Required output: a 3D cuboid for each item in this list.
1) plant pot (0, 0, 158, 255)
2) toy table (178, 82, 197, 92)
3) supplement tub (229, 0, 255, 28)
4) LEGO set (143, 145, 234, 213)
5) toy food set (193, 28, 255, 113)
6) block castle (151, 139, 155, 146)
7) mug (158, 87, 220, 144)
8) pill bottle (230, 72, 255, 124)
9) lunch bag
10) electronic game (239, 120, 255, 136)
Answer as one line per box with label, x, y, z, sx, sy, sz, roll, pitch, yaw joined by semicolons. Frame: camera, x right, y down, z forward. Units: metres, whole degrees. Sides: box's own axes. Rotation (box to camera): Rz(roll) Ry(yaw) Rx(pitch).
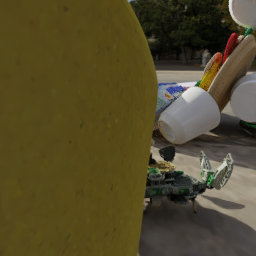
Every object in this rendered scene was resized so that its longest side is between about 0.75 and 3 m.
plant pot;-1.356;0.271;1.647;2.772;2.790;2.854;13;8;42
toy table;2.420;-1.049;9.989;1.822;1.067;1.675;-7;15;-22
supplement tub;3.517;-3.469;7.662;1.337;1.337;1.844;6;25;24
LEGO set;0.004;0.755;3.879;1.858;0.811;2.862;-8;3;-36
toy food set;2.640;-1.354;7.777;0.691;2.840;2.811;35;3;21
block castle;-0.044;0.300;3.651;0.502;0.352;0.751;-42;0;-35
mug;1.306;-0.134;6.554;1.130;1.376;1.102;-33;68;-19
pill bottle;3.455;-0.826;7.376;1.298;1.298;2.317;8;17;30
lunch bag;0.744;-0.569;7.191;0.694;1.471;1.836;49;28;11
electronic game;3.931;-0.044;7.281;1.941;0.404;1.941;0;14;0
